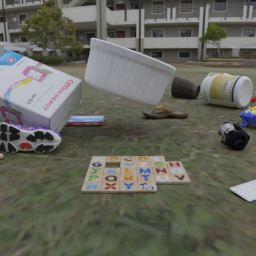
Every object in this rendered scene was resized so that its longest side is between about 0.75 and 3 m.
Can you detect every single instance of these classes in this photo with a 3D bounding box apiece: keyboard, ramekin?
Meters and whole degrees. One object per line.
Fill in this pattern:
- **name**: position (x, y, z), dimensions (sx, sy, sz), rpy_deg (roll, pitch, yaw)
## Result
- **keyboard**: position (2.836, 1.159, 5.679), dimensions (1.696, 0.090, 0.477), rpy_deg (-9, 17, -28)
- **ramekin**: position (-0.016, -1.794, 9.331), dimensions (2.925, 1.426, 2.925), rpy_deg (18, 12, -4)

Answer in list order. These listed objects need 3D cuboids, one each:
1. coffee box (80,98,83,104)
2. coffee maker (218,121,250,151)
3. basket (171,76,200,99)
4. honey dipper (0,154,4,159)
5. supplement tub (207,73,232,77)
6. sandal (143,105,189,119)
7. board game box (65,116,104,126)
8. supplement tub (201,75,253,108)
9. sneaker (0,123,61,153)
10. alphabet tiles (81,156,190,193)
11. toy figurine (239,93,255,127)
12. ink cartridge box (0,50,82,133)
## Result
- **coffee box**: position (-2.739, -1.377, 14.661), dimensions (0.428, 0.302, 0.756), rpy_deg (5, 16, 17)
- **coffee maker**: position (3.172, 0.220, 8.123), dimensions (0.903, 0.633, 0.941), rpy_deg (2, 16, 6)
- **basket**: position (3.451, -2.304, 16.665), dimensions (1.488, 1.341, 1.012), rpy_deg (19, 45, 25)
- **honey dipper**: position (-3.794, 0.766, 6.895), dimensions (1.337, 0.254, 0.254), rpy_deg (-5, 16, -28)
- **supplement tub**: position (6.716, -3.432, 20.552), dimensions (1.641, 1.187, 1.187), rpy_deg (13, 20, 42)
- **sandal**: position (1.575, -0.699, 11.713), dimensions (1.924, 0.525, 0.786), rpy_deg (1, 15, 3)
- **board game box**: position (-1.903, -0.275, 10.800), dimensions (1.922, 0.187, 0.989), rpy_deg (0, 14, -1)
- **supplement tub**: position (4.932, -1.889, 14.132), dimensions (1.545, 1.545, 2.140), rpy_deg (-13, 20, -39)
- **sneaker**: position (-2.902, 0.276, 7.872), dimensions (2.042, 0.823, 0.852), rpy_deg (9, 10, -2)
- **alphabet tiles**: position (0.190, 0.989, 6.322), dimensions (2.218, 0.084, 1.854), rpy_deg (-1, 15, 0)
- **toy figurine**: position (4.920, -0.321, 10.151), dimensions (1.570, 1.383, 2.621), rpy_deg (-30, 16, -2)
- **ink cartridge box**: position (-3.146, -1.084, 8.910), dimensions (2.803, 1.186, 2.026), rpy_deg (24, 48, 5)
